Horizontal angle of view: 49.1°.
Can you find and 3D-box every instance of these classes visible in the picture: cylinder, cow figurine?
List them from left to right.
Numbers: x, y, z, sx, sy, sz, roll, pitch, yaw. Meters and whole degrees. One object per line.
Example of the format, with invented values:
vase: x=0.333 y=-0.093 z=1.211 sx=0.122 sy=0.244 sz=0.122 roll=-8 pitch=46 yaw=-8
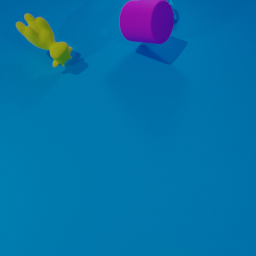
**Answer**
cow figurine: x=-2.413 y=-2.554 z=8.281 sx=1.501 sy=1.477 sz=0.824 roll=33 pitch=78 yaw=37
cylinder: x=0.551 y=-3.124 z=8.252 sx=1.173 sy=1.173 sz=1.173 roll=19 pitch=60 yaw=38

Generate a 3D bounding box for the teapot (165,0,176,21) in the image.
teapot: x=0.940 y=-4.286 z=9.332 sx=0.969 sy=1.980 sz=1.231 roll=-7 pitch=55 yaw=48
